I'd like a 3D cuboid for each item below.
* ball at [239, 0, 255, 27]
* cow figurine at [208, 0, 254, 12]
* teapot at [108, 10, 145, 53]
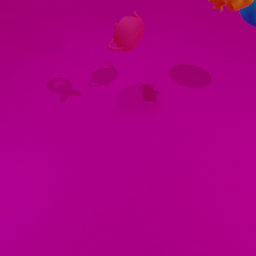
[{"bbox_3d":[3.571,-3.308,7.226,1.363,1.363,1.363,0,46,0],"label":"ball"},{"bbox_3d":[2.222,-2.827,6.136,0.938,0.523,0.953,-21,38,39],"label":"cow figurine"},{"bbox_3d":[-0.015,-2.853,8.272,0.830,1.054,1.694,34,69,4],"label":"teapot"}]
